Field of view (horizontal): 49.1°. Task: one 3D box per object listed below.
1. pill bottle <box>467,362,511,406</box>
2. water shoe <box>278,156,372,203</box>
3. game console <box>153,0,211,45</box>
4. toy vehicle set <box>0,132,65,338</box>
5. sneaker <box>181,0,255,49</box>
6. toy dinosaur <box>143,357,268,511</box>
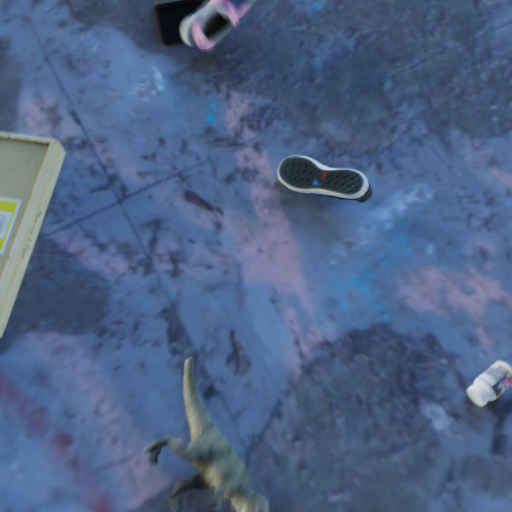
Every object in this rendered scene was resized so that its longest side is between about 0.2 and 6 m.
[{"bbox_3d":[3.848,2.101,9.166,0.730,0.425,0.425,-35,72,-12],"label":"pill bottle"},{"bbox_3d":[1.254,-1.346,10.505,1.886,0.744,0.674,22,86,34],"label":"water shoe"},{"bbox_3d":[-1.527,-5.308,12.393,1.333,0.776,1.172,-11,38,-5],"label":"game console"},{"bbox_3d":[-5.240,-0.565,10.216,2.377,0.507,3.826,9,68,4],"label":"toy vehicle set"},{"bbox_3d":[-0.496,-5.118,11.544,2.289,0.803,0.939,-48,39,1],"label":"sneaker"},{"bbox_3d":[-0.908,3.131,8.630,1.307,0.704,2.966,-29,61,-7],"label":"toy dinosaur"}]
